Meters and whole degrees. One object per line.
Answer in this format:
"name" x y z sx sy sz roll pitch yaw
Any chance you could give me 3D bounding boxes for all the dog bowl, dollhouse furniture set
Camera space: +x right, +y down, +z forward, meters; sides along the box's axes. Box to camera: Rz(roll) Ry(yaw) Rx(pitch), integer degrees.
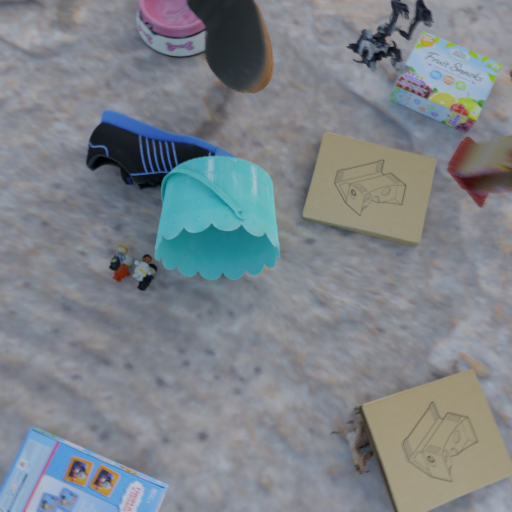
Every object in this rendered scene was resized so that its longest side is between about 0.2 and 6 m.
"dog bowl" -1.613 -5.225 11.844 1.955 0.721 1.955 0 72 0
"dollhouse furniture set" 3.643 -1.743 7.507 0.851 1.127 2.094 38 77 -22

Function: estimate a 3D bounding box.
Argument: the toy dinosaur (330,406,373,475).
"toy dinosaur" 1.823 3.011 9.373 1.181 0.507 0.800 -40 83 -23

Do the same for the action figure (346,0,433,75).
"action figure" 1.818 -2.979 7.924 0.827 1.392 0.710 8 71 -17

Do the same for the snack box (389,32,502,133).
"snack box" 3.828 -3.530 11.366 1.745 0.590 1.471 28 76 7

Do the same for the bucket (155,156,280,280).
"bucket" -0.662 -0.614 9.687 2.225 2.225 1.448 0 66 0

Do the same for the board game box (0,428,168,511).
"board game box" -2.922 4.134 9.004 2.456 0.449 1.858 21 74 7

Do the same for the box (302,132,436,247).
"box" 2.199 -1.300 10.849 2.274 0.242 1.859 15 73 4

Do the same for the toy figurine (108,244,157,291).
"toy figurine" -2.210 0.198 10.101 0.778 0.766 0.541 19 64 8

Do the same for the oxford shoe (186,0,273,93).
"oxford shoe" -0.208 -3.617 9.209 1.133 1.132 3.175 -38 47 24

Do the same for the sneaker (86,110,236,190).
"sneaker" -1.746 -1.727 10.645 3.039 1.066 1.184 19 84 8

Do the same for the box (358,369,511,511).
"box" 2.981 3.049 9.226 2.230 0.237 1.823 -12 73 -18
